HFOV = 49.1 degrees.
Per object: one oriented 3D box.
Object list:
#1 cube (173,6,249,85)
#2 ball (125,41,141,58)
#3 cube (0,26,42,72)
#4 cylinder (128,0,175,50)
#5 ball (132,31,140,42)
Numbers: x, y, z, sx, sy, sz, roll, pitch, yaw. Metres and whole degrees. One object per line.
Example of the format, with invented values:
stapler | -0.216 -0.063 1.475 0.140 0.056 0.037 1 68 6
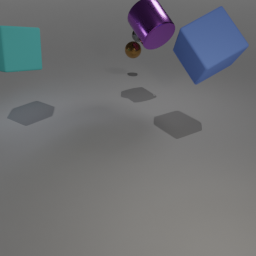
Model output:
cube | 2.370 -2.383 8.321 1.400 1.400 1.400 -30 -8 -4
ball | 0.213 -3.287 11.791 0.700 0.700 0.700 0 29 0
cube | -3.947 -2.701 9.518 1.400 1.400 1.400 14 22 35
cylinder | 0.898 -4.042 10.888 1.400 1.400 1.400 -18 69 -29
ball | 0.548 -4.892 14.757 0.700 0.700 0.700 0 29 0
